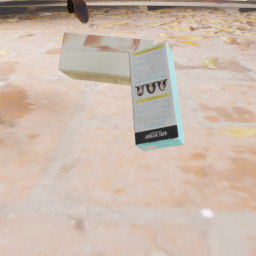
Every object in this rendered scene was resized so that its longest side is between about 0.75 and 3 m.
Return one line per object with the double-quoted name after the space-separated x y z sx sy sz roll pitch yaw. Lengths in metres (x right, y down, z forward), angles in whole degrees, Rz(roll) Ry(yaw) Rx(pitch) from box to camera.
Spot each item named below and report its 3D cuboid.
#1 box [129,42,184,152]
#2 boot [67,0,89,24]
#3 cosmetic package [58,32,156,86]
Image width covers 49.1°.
0.498 -0.576 5.096 0.776 0.464 1.886 -11 69 20 "box"
-1.236 -2.901 6.870 0.371 0.994 0.482 -20 -7 -22 "boot"
-0.483 -1.848 7.766 2.480 1.082 1.282 8 -2 8 "cosmetic package"
